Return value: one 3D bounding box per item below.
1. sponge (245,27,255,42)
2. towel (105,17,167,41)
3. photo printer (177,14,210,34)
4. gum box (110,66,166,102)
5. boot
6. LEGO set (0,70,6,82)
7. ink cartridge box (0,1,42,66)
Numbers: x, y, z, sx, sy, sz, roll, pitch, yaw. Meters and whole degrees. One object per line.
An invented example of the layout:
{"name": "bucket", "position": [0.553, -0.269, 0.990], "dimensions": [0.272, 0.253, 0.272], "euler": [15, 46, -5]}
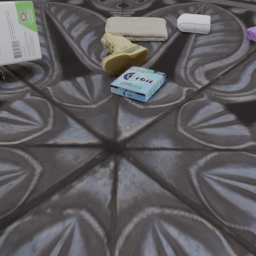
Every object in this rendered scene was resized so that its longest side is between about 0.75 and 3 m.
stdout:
{"name": "sponge", "position": [5.976, -3.345, 10.701], "dimensions": [1.425, 0.381, 2.555], "euler": [-22, 46, -23]}
{"name": "towel", "position": [0.324, -4.044, 11.479], "dimensions": [2.548, 0.439, 1.688], "euler": [2, 43, 2]}
{"name": "photo printer", "position": [2.773, -4.442, 11.873], "dimensions": [1.358, 0.472, 1.130], "euler": [9, 42, 10]}
{"name": "gum box", "position": [0.333, -1.372, 8.479], "dimensions": [1.170, 0.307, 1.377], "euler": [18, 44, 24]}
{"name": "boot", "position": [-0.465, -2.587, 9.440], "dimensions": [1.532, 0.717, 1.971], "euler": [40, 50, 25]}
{"name": "LEGO set", "position": [-4.261, -1.577, 8.730], "dimensions": [0.791, 0.345, 1.218], "euler": [-14, 43, -16]}
{"name": "ink cartridge box", "position": [-3.980, -2.781, 8.301], "dimensions": [2.358, 1.716, 0.991], "euler": [-20, 32, -34]}
